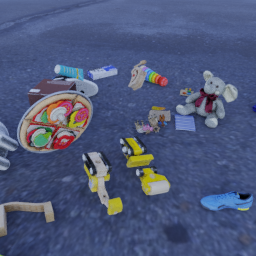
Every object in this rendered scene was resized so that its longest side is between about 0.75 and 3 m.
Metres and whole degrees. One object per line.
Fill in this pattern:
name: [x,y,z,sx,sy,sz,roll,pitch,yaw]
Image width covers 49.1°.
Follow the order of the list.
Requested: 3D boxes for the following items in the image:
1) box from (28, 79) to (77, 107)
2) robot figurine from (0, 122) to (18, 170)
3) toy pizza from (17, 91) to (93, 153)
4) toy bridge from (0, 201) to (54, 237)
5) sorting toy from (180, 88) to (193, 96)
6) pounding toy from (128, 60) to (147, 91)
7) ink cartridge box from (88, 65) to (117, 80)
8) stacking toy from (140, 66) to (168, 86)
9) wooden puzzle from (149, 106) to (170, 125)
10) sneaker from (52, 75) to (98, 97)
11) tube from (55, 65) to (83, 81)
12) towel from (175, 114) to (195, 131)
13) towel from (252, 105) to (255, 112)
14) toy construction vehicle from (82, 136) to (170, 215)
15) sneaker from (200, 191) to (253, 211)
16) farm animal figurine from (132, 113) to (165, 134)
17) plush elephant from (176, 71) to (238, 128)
box: [-2.579,-0.770,9.978,1.274,1.536,1.261,7,33,9]
robot figurine: [-4.694,0.378,8.084,2.916,1.647,2.473,11,68,17]
toy pizza: [-1.964,-0.064,8.000,2.311,2.311,0.366,-22,55,-30]
toy bridge: [-2.988,2.159,6.578,2.367,0.322,0.795,-13,32,-18]
sorting toy: [2.658,-1.648,12.663,0.577,0.104,0.774,7,34,10]
pounding toy: [0.238,-1.830,9.444,0.571,0.573,0.999,4,68,55]
ink cartridge box: [-1.303,-2.847,14.330,1.388,0.307,0.653,-19,38,-27]
stacking toy: [1.228,-2.453,13.489,1.591,0.679,0.679,30,43,30]
wooden puzzle: [1.224,-0.466,10.819,0.875,0.152,1.298,3,33,13]
sneaker: [-2.418,-2.040,12.565,2.352,0.859,1.316,2,34,6]
tube: [-2.127,-2.063,10.381,0.311,0.478,1.234,-2,-2,37]
towel: [2.113,-0.191,10.437,0.722,0.119,0.998,5,35,4]
towel: [5.487,-0.783,11.256,0.900,0.223,0.664,-25,47,-33]
toy construction vehicle: [-0.120,1.244,7.732,2.040,0.825,2.343,-6,35,-30]
sneaker: [2.466,1.772,7.029,1.273,0.499,0.420,0,35,3]
farm animal figurine: [0.780,-0.043,9.856,1.121,0.563,0.905,-28,23,-31]
plush elephant: [3.110,-1.204,10.569,1.655,1.555,2.009,32,42,32]
